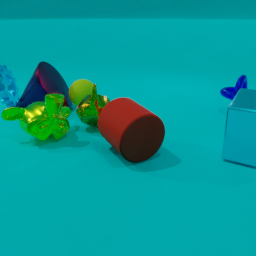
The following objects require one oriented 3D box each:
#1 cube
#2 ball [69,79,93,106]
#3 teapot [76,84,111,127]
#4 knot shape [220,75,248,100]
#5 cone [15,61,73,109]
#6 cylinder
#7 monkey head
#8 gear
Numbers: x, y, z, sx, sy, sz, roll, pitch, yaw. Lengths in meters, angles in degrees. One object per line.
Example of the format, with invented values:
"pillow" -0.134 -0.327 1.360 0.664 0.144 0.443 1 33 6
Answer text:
"cube" 2.590 -0.008 5.469 1.140 1.140 1.140 13 31 28
"ball" -1.317 -1.016 8.209 0.822 0.822 0.822 0 23 0
"teapot" -0.777 -0.500 6.840 0.937 1.507 0.738 5 67 1
"knot shape" 3.140 -0.811 7.637 1.167 1.092 0.539 -32 -5 -32
"cone" -2.714 -0.879 8.168 1.556 1.550 1.550 -25 19 15
"cylinder" 0.052 0.017 5.672 1.026 1.026 1.026 -12 30 -27
"monkey head" -1.885 -0.344 6.362 1.678 1.207 1.011 -4 32 -41
"gear" -3.630 -1.249 8.388 0.232 1.257 1.257 -14 24 0
